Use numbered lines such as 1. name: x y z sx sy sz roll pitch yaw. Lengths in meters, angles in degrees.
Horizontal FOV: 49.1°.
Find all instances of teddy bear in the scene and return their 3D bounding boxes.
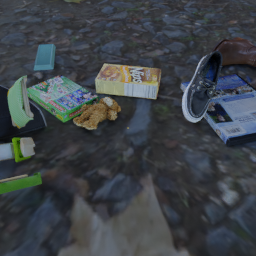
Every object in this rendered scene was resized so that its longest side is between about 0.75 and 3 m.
1. teddy bear: -0.831 -0.441 7.755 1.487 0.496 1.078 -28 33 -26

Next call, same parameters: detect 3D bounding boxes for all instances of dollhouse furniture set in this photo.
1. dollhouse furniture set: -2.465 0.138 5.795 0.883 2.287 1.143 -8 -5 -31

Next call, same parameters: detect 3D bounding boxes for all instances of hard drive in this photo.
1. hard drive: -3.840 -0.605 7.520 2.944 0.623 1.986 25 26 27

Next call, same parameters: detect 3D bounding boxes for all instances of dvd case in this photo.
1. dvd case: 3.120 -0.681 8.296 2.107 0.259 2.953 -10 40 -12

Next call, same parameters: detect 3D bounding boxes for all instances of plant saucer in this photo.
1. plant saucer: -3.258 -2.830 11.002 0.717 0.195 2.051 -6 41 -7

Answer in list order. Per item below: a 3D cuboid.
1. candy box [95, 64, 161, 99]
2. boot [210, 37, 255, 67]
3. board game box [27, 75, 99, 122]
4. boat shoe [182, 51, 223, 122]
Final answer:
1. candy box: 0.037 -1.543 9.127 1.968 0.544 1.136 7 40 8
2. boot: 4.590 -2.308 9.898 2.665 0.918 2.860 -33 54 -31
3. board game box: -2.035 -0.980 8.651 1.338 0.289 1.989 -32 49 -33
4. boat shoe: 2.112 -1.185 7.630 0.744 0.705 2.128 28 72 -4
